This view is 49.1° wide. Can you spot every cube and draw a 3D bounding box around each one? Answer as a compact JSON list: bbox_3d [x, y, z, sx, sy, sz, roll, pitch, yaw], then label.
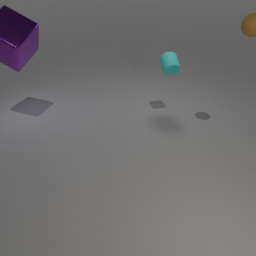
[{"bbox_3d":[-4.220,-3.208,10.169,1.400,1.400,1.400,28,60,-4],"label":"cube"}]

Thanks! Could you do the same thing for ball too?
[{"bbox_3d":[3.845,-3.163,8.610,0.700,0.700,0.700,0,31,0],"label":"ball"}]

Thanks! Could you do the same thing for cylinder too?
[{"bbox_3d":[1.707,-2.609,11.404,0.700,0.700,0.700,-6,64,-10],"label":"cylinder"}]
